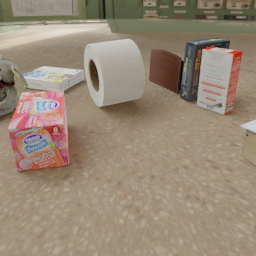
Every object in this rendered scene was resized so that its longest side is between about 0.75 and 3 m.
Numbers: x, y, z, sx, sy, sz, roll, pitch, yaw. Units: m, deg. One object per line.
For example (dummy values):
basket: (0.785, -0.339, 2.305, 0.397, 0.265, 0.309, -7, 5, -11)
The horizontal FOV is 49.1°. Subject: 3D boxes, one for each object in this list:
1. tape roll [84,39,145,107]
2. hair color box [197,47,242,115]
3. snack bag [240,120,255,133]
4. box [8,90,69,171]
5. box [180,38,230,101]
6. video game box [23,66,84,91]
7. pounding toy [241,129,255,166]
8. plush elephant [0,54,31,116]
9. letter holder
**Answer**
tape roll: (-0.633, -2.341, 11.899, 1.807, 2.632, 2.632, -15, 30, -20)
hair color box: (3.676, -1.939, 11.409, 0.786, 2.459, 1.364, -23, 34, -37)
snack bag: (4.217, 0.021, 7.900, 1.475, 0.167, 1.565, -19, 27, -21)
box: (-2.685, -0.070, 8.892, 1.502, 1.386, 2.928, -5, 27, -10)
box: (3.441, -2.635, 12.652, 2.043, 2.591, 0.661, -16, 33, -26)
video game box: (-4.050, -2.646, 14.884, 2.643, 0.619, 2.408, 10, 26, 19)
pounding toy: (4.479, 0.381, 8.133, 1.786, 1.270, 1.645, -9, 29, -18)
plush elephant: (-5.199, -1.802, 11.493, 2.760, 2.137, 2.273, -21, 34, -36)
letter holder: (2.328, -3.095, 14.417, 1.294, 1.829, 2.574, -14, 30, -26)
